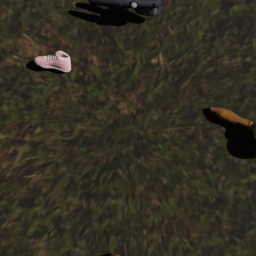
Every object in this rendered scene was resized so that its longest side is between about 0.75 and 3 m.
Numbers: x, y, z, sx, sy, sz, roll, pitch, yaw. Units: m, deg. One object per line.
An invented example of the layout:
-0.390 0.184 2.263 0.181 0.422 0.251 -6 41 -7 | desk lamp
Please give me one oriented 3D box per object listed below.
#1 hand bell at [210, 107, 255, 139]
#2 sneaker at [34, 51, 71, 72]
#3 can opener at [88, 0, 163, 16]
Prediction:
3.333 -0.108 7.888 2.109 1.098 1.098 23 82 16 | hand bell
-2.183 -2.028 8.155 1.072 0.560 0.403 13 47 -4 | sneaker
-0.084 -3.657 8.059 2.202 0.866 0.698 7 45 5 | can opener
